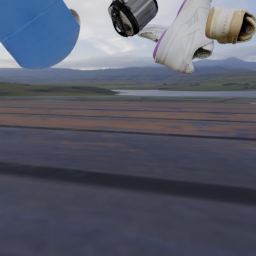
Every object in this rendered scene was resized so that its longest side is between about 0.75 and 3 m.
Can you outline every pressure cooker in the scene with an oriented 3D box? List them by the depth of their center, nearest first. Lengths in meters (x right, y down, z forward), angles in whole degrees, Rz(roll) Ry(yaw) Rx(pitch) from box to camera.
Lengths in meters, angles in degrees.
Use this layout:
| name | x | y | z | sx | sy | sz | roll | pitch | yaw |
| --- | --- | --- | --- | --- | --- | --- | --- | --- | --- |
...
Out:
| name | x | y | z | sx | sy | sz | roll | pitch | yaw |
| --- | --- | --- | --- | --- | --- | --- | --- | --- | --- |
| pressure cooker | 0.043 | -2.075 | 5.036 | 0.825 | 0.725 | 0.737 | -47 | 20 | -9 |

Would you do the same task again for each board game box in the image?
| name | x | y | z | sx | sy | sz | roll | pitch | yaw |
| --- | --- | --- | --- | --- | --- | --- | --- | --- | --- |
| board game box | -2.816 | -3.108 | 8.126 | 2.179 | 2.758 | 0.537 | -41 | 31 | -10 |

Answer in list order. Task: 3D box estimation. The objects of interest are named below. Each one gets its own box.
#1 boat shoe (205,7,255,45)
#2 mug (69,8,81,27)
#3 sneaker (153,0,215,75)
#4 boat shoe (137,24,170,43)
| name | x | y | z | sx | sy | sz | roll | pitch | yaw |
| --- | --- | --- | --- | --- | --- | --- | --- | --- | --- |
| boat shoe | 1.312 | -1.188 | 3.349 | 0.421 | 0.449 | 1.217 | 23 | 28 | 28 |
| mug | -2.587 | -4.079 | 10.500 | 1.116 | 1.360 | 1.089 | 21 | 58 | 29 |
| sneaker | 1.759 | -2.537 | 7.314 | 1.342 | 2.694 | 1.008 | 30 | -12 | 6 |
| boat shoe | 1.066 | -3.200 | 9.636 | 1.557 | 0.520 | 0.573 | 0 | -18 | 7 |
